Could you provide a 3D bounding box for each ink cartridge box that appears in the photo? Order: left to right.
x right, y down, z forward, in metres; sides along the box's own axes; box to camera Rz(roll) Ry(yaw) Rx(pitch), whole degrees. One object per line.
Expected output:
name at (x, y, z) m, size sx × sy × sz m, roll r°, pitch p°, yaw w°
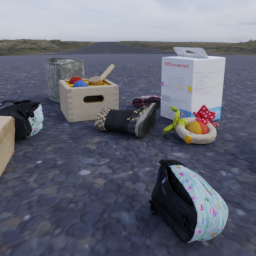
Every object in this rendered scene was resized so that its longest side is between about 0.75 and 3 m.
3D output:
ink cartridge box at (2.605, -1.804, 11.411) m, size 1.808 × 2.888 × 1.856 m, roll -12°, pitch 22°, yaw -31°

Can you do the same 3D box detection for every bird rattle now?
bird rattle at (2.268, 0.021, 9.534) m, size 2.064 × 1.163 × 1.683 m, roll 5°, pitch 33°, yaw -20°

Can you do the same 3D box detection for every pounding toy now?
pounding toy at (-1.546, -1.659, 12.449) m, size 2.760 × 1.962 × 2.541 m, roll -7°, pitch 20°, yaw -20°

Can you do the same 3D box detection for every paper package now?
paper package at (-4.281, 0.501, 6.987) m, size 2.362 × 1.222 × 2.251 m, roll 2°, pitch 17°, yaw -11°

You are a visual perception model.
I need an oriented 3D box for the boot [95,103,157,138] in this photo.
boot at (0.022, -0.410, 10.530) m, size 1.868 × 0.908 × 2.481 m, roll 6°, pitch 25°, yaw 17°

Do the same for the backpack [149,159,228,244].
backpack at (1.053, 1.336, 5.035) m, size 0.902 × 1.189 × 1.425 m, roll -3°, pitch 24°, yaw -21°

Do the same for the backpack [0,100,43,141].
backpack at (-3.701, -0.280, 9.562) m, size 1.596 × 1.211 × 1.913 m, roll 6°, pitch 20°, yaw 3°

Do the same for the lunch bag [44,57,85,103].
lunch bag at (-3.384, -2.502, 14.611) m, size 1.546 × 2.156 × 2.629 m, roll -21°, pitch 28°, yaw -35°

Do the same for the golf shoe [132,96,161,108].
golf shoe at (1.034, -1.318, 13.581) m, size 1.636 × 0.594 × 0.753 m, roll 4°, pitch 19°, yaw 11°
